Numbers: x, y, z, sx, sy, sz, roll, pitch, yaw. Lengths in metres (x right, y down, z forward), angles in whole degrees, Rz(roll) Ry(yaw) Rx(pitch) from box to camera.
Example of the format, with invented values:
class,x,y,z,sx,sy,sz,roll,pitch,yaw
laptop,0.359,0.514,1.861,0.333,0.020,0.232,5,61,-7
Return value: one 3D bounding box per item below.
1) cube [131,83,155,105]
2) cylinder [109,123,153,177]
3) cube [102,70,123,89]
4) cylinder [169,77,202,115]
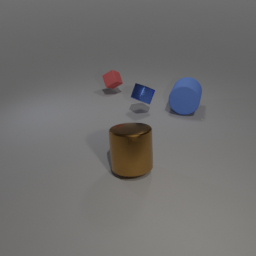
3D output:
class,x,y,z,sx,sy,sz,roll,pitch,yaw
cube,0.673,-1.558,12.767,0.700,0.700,0.700,15,8,-40
cylinder,0.108,0.668,9.196,1.400,1.400,1.400,-3,17,1
cube,-0.814,-2.559,14.813,0.700,0.700,0.700,-25,-12,27
cylinder,2.714,-1.524,13.155,1.400,1.400,1.400,9,29,15
